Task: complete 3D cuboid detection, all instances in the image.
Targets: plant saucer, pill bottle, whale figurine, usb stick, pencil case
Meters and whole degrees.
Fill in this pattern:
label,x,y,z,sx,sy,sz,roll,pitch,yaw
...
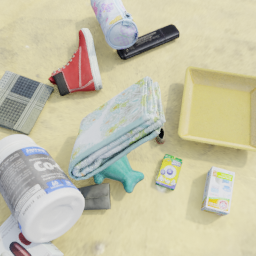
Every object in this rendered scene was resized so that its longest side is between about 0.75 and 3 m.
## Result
label,x,y,z,sx,sy,sz,roll,pitch,yaw
plant saucer,3.169,-0.572,9.437,2.811,0.681,2.811,10,66,5
pill bottle,-2.596,1.482,7.635,1.642,1.642,2.886,-39,52,-16
whale figurine,-0.449,1.048,8.495,1.998,1.037,1.590,40,71,19
usb stick,0.797,-3.326,10.792,2.573,0.419,0.713,-25,66,-11
pencil case,-0.559,-4.110,10.235,1.176,1.283,2.829,-11,50,-13

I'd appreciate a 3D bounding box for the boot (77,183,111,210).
label,x,y,z,sx,sy,sz,roll,pitch,yaw
boot,-1.328,2.356,8.253,1.653,0.600,1.503,3,68,-6

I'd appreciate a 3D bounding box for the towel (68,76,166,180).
label,x,y,z,sx,sy,sz,roll,pitch,yaw
towel,-0.313,-0.071,7.566,2.843,0.685,2.433,-31,26,20

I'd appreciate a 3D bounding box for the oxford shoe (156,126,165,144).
label,x,y,z,sx,sy,sz,roll,pitch,yaw
oxford shoe,1.070,-0.035,9.337,0.389,0.413,1.104,-9,66,-4

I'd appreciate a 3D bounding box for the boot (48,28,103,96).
label,x,y,z,sx,sy,sz,roll,pitch,yaw
boot,-2.041,-2.425,10.162,1.862,0.935,2.581,-11,69,-3

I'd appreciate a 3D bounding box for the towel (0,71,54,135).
label,x,y,z,sx,sy,sz,roll,pitch,yaw
towel,-3.889,-0.883,9.816,2.010,0.361,2.088,20,65,5

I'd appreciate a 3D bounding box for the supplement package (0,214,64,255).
label,x,y,z,sx,sy,sz,roll,pitch,yaw
supplement package,-2.881,3.437,7.375,1.583,1.164,1.514,35,70,16

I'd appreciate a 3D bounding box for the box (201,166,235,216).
label,x,y,z,sx,sy,sz,roll,pitch,yaw
box,2.674,1.899,8.350,0.707,0.637,1.257,15,67,8

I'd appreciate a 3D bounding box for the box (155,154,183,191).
label,x,y,z,sx,sy,sz,roll,pitch,yaw
box,1.313,1.355,8.812,0.628,0.259,1.070,18,66,7
